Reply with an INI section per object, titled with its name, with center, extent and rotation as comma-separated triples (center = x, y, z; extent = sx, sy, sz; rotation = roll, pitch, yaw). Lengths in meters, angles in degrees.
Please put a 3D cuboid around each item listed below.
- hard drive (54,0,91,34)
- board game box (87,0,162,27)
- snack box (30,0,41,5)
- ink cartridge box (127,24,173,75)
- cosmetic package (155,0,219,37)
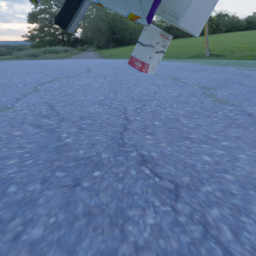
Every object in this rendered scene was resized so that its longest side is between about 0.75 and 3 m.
[hard drive]
center = -0.900, -3.583, 6.893
extent = 0.437, 2.657, 1.854
rotation = 32, 11, -16
[board game box]
center = -0.061, -2.609, 3.921
extent = 1.438, 1.412, 2.742
rotation = 21, 30, -9
[snack box]
center = -2.750, -3.603, 6.451
extent = 1.481, 0.392, 1.053
rotation = 34, -4, 14
[ink cartridge box]
center = 0.471, -1.655, 5.932
extent = 0.384, 0.928, 0.680
rotation = 36, 20, 24
[cosmetic package]
center = 1.068, -2.783, 5.567
extent = 0.839, 1.365, 1.361
rotation = 2, 33, -48
